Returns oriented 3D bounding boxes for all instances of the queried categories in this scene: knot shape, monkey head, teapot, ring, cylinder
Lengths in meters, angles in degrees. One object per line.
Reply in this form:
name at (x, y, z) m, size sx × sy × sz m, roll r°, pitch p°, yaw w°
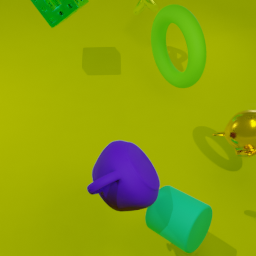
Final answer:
knot shape at (0.497, -4.180, 8.852) m, size 0.697 × 1.411 × 1.508 m, roll -8°, pitch 78°, yaw -7°
monkey head at (2.058, 0.049, 4.621) m, size 0.871 × 1.211 × 0.729 m, roll -11°, pitch 73°, yaw -47°
teapot at (-0.070, 0.850, 4.688) m, size 0.946 × 1.932 × 1.201 m, roll -36°, pitch 73°, yaw 17°
ring at (1.005, -1.662, 5.846) m, size 0.342 × 1.709 × 1.709 m, roll -21°, pitch 60°, yaw -19°
cylinder at (0.946, 1.671, 5.223) m, size 0.913 × 0.913 × 0.913 m, roll 21°, pitch 58°, yaw 39°

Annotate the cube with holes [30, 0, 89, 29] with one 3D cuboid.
cube with holes at (-2.127, -4.018, 8.705) m, size 1.131 × 1.131 × 1.131 m, roll -26°, pitch 25°, yaw 25°
